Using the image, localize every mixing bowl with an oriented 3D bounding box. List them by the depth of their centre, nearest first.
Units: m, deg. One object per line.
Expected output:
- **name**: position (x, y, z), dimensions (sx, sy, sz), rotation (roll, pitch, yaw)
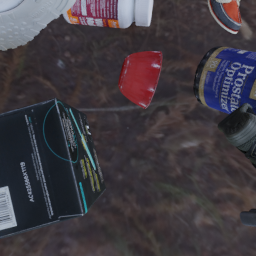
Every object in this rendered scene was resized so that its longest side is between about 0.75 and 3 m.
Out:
- **mixing bowl**: position (0.224, -1.286, 6.957), dimensions (0.802, 1.480, 1.480), rotation (15, 74, -9)

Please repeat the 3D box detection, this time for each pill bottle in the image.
- **pill bottle**: position (3.081, -0.893, 6.464), dimensions (2.810, 1.572, 1.572), rotation (28, 73, 42)
- **pill bottle**: position (-0.524, -3.427, 7.638), dimensions (2.335, 1.279, 1.279), rotation (8, 74, 6)

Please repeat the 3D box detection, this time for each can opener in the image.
- **can opener**: position (2.289, 1.494, 4.195), dimensions (0.393, 1.473, 0.493), rotation (-10, 78, -16)

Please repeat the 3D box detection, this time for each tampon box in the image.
- **tampon box**: position (-1.701, 0.759, 5.932), dimensions (1.745, 2.764, 2.071), rotation (-15, 86, 2)

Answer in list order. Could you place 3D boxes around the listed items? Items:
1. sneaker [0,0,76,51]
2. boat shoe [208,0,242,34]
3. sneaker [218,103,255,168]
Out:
- **sneaker**: position (-2.549, -2.885, 6.538), dimensions (2.978, 1.138, 1.199), rotation (-23, 73, 15)
- **boat shoe**: position (2.137, -2.900, 6.156), dimensions (0.659, 0.579, 1.850), rotation (9, 59, -31)
- **sneaker**: position (2.325, 0.172, 5.226), dimensions (0.763, 1.996, 1.143), rotation (-43, 91, 17)
